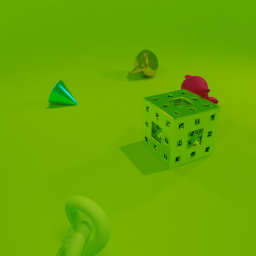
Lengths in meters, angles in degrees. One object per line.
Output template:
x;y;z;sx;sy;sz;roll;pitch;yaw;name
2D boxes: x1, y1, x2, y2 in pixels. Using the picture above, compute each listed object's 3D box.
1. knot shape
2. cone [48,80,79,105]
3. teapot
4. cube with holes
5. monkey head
-0.615;1.502;4.014;0.588;1.191;1.272;3;28;-15;knot shape
-2.106;-1.029;9.678;0.924;0.920;0.920;30;32;-2;cone
0.688;-2.725;12.110;0.925;1.174;1.889;-12;22;41;teapot
1.260;-0.040;7.016;1.326;1.326;1.326;-14;32;-24;cube with holes
2.040;-1.030;7.898;1.077;0.902;1.497;-3;25;-7;monkey head
